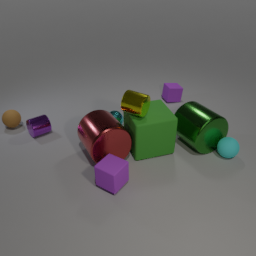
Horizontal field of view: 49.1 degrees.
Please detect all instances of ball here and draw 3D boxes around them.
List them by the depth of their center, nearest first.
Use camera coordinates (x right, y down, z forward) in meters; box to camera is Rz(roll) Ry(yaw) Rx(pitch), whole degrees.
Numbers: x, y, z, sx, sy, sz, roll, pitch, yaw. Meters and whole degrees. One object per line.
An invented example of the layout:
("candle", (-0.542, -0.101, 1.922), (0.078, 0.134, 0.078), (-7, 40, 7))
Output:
("ball", (3.309, 0.646, 9.249), (0.700, 0.700, 0.700), (0, 30, 0))
("ball", (-4.522, -0.367, 10.882), (0.700, 0.700, 0.700), (0, 30, 0))
("ball", (-0.525, -0.333, 10.913), (0.700, 0.700, 0.700), (0, 30, 0))

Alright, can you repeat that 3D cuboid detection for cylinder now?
("cylinder", (0.240, -0.760, 8.615), (0.700, 0.700, 0.700), (19, 35, 21))
("cylinder", (-0.776, 0.303, 9.114), (1.400, 1.400, 1.400), (-14, 33, -22))
("cylinder", (2.470, -0.039, 9.716), (1.400, 1.400, 1.400), (-15, 34, -24))
("cylinder", (-3.337, -0.078, 10.487), (0.700, 0.700, 0.700), (-23, 37, -33))

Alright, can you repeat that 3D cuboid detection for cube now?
("cube", (-0.449, 1.275, 7.883), (0.700, 0.700, 0.700), (20, 38, 28))
("cube", (0.703, 0.034, 9.472), (1.400, 1.400, 1.400), (-10, 35, -14))
("cube", (2.078, -1.673, 13.167), (0.700, 0.700, 0.700), (-3, 31, -17))
